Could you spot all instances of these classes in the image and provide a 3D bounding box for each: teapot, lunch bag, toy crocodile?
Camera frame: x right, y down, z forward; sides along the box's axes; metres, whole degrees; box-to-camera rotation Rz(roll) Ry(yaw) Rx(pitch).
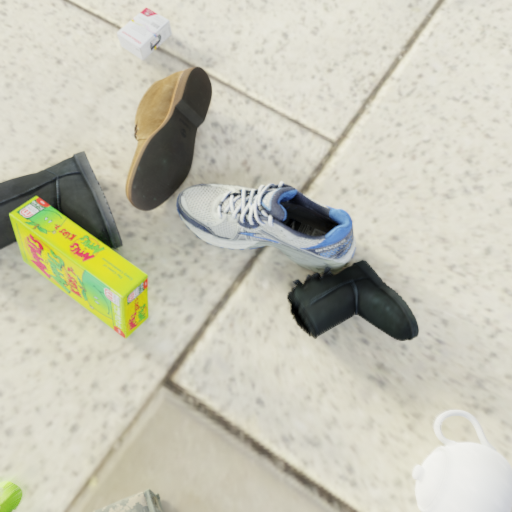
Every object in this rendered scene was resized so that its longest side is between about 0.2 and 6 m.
[{"bbox_3d":[3.028,3.525,8.606,1.242,1.700,1.678,25,113,6],"label":"teapot"},{"bbox_3d":[-1.940,4.692,8.404,1.487,1.066,1.813,-20,63,-9],"label":"lunch bag"},{"bbox_3d":[-4.280,4.345,8.734,0.560,0.512,1.658,8,55,53],"label":"toy crocodile"}]

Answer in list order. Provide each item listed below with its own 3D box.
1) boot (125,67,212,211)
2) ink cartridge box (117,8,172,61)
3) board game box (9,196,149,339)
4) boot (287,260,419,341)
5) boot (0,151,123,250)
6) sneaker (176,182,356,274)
[{"bbox_3d":[-2.058,-2.424,11.754,1.282,1.250,3.396,5,64,31],"label":"boot"},{"bbox_3d":[-2.620,-5.227,13.173,0.777,0.451,1.053,36,73,15],"label":"ink cartridge box"},{"bbox_3d":[-3.163,0.211,10.117,2.695,1.369,0.642,33,54,16],"label":"board game box"},{"bbox_3d":[1.641,0.996,10.018,1.685,0.761,2.057,-22,47,-15],"label":"boot"},{"bbox_3d":[-4.320,-0.579,10.777,2.960,0.972,2.440,-23,58,-14],"label":"boot"},{"bbox_3d":[0.203,-0.859,10.626,3.605,1.535,1.389,14,66,7],"label":"sneaker"}]
